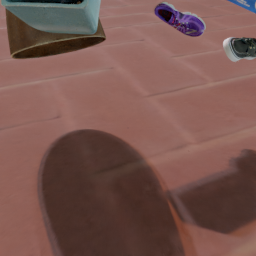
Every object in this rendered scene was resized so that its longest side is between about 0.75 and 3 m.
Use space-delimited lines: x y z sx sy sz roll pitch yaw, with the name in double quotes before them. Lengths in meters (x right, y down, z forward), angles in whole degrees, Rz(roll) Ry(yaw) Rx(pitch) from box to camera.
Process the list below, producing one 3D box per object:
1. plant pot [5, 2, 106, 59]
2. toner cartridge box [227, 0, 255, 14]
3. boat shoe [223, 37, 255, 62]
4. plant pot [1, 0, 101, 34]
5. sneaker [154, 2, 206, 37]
"plant pot" -1.911 -3.100 6.582 2.304 2.465 2.304 -12 11 2
"toner cartridge box" 3.127 -2.790 5.679 2.439 1.158 0.526 36 74 19
"boat shoe" 2.580 -1.779 6.123 1.530 0.525 0.433 -14 -5 -45
"plant pot" -0.937 -2.033 4.223 1.196 1.200 1.222 5 -8 9
"sneaker" 1.317 -2.781 7.364 1.447 0.583 0.604 26 37 5
